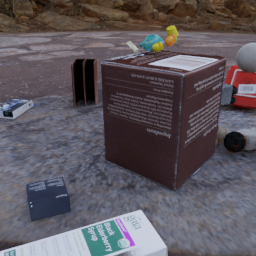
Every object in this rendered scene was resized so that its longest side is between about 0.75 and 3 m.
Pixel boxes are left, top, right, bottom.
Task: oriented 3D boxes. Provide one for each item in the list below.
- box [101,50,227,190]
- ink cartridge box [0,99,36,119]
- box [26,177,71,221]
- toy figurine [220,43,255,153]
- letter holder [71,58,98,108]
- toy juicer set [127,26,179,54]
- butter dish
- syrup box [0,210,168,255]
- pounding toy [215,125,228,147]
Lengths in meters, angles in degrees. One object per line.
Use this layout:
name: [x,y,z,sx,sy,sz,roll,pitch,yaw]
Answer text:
box: [0.918,-0.430,7.424,2.329,2.837,2.353,17,29,34]
ink cartridge box: [-4.622,-0.867,11.544,0.907,0.358,1.824,4,23,10]
box: [-1.726,1.504,6.030,0.834,0.434,0.760,-9,25,-19]
toy figurine: [3.504,-0.739,7.950,1.880,2.660,2.702,-8,67,-40]
letter holder: [-1.832,-1.893,11.938,0.952,1.893,1.345,1,24,0]
toy juicer set: [0.640,-2.142,7.317,1.413,0.384,0.899,-14,40,15]
butter dish: [5.093,-1.530,11.890,1.904,1.407,1.898,13,71,30]
syrup box: [-0.622,2.088,4.111,2.273,0.926,0.895,-11,27,-21]
pounding toy: [2.712,0.128,8.777,0.602,0.600,1.049,21,25,0]
